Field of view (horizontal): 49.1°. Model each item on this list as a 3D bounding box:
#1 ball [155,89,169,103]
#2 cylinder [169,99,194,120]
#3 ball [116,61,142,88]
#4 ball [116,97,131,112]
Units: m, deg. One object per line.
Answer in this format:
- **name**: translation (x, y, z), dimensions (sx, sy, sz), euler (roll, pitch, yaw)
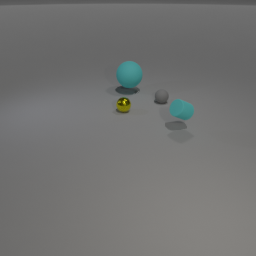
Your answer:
- **ball**: translation (1.689, -1.592, 13.994), dimensions (0.700, 0.700, 0.700), euler (0, 27, 0)
- **cylinder**: translation (2.116, -0.718, 11.031), dimensions (0.700, 0.700, 0.700), euler (15, 14, -39)
- **ball**: translation (0.072, -2.841, 14.910), dimensions (1.400, 1.400, 1.400), euler (0, 27, 0)
- **ball**: translation (-0.201, -1.085, 13.017), dimensions (0.700, 0.700, 0.700), euler (0, 27, 0)
